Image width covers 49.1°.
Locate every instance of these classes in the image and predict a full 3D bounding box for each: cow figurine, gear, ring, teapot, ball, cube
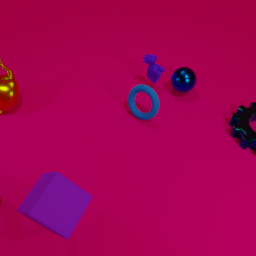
[{"bbox_3d":[0.798,-2.050,9.514,0.869,0.884,0.485,37,56,1],"label":"cow figurine"},{"bbox_3d":[4.128,0.030,8.406,2.023,0.374,2.023,0,46,0],"label":"gear"},{"bbox_3d":[0.467,-0.789,8.675,1.126,1.126,0.225,30,34,25],"label":"ring"},{"bbox_3d":[-3.987,-1.198,8.771,0.938,1.915,1.191,12,18,-40],"label":"teapot"},{"bbox_3d":[1.891,-1.639,9.516,0.878,0.878,0.878,0,46,0],"label":"ball"},{"bbox_3d":[-1.537,1.590,5.882,0.971,0.971,0.971,41,61,-20],"label":"cube"}]
